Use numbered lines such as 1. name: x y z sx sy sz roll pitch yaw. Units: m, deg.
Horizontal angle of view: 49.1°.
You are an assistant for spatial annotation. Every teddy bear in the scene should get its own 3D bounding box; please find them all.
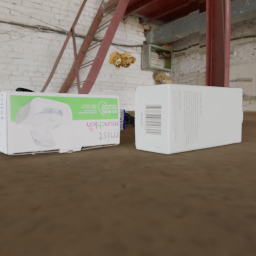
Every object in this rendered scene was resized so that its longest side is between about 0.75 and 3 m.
1. teddy bear: -0.235 -3.111 13.079 1.099 0.506 1.516 -19 -12 19

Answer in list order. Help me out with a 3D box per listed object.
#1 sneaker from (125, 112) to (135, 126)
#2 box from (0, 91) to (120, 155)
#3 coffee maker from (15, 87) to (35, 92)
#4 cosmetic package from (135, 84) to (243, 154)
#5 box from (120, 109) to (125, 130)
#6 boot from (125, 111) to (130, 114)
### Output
1. sneaker: 0.163 -0.302 12.121 1.345 0.511 0.610 20 -4 5
2. box: -1.754 -0.139 6.205 2.417 1.169 2.133 -2 3 -38
3. coffee maker: -3.089 -0.514 10.448 2.185 1.532 2.275 26 20 32
4. cosmetic package: 1.460 -0.255 6.287 2.681 1.363 0.992 -3 5 -41
5. box: -1.061 -0.304 10.303 1.401 0.799 1.523 3 5 29
6. boot: -1.158 -0.509 12.907 2.170 0.783 1.639 4 8 24
